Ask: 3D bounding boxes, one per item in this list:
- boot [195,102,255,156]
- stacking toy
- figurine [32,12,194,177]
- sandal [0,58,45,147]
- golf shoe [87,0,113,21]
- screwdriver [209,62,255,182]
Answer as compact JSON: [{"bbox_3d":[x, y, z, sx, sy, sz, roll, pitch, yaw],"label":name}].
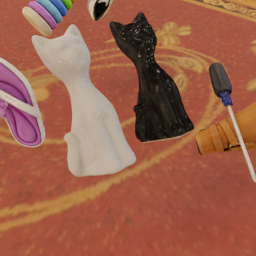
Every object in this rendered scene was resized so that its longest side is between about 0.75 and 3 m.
[{"bbox_3d":[2.184,-0.051,5.382,1.797,2.323,0.856,-13,59,8],"label":"boot"},{"bbox_3d":[-1.990,-3.961,8.445,1.031,1.031,2.415,38,84,31],"label":"stacking toy"},{"bbox_3d":[-0.215,-0.744,5.188,2.636,2.572,1.135,-25,10,-35],"label":"figurine"},{"bbox_3d":[-2.453,-0.415,6.001,1.021,2.510,0.617,-13,42,8],"label":"sandal"},{"bbox_3d":[-0.630,-4.601,9.342,0.894,2.282,1.109,14,44,-22],"label":"golf shoe"},{"bbox_3d":[1.949,-0.265,5.176,0.370,0.386,2.652,3,50,-11],"label":"screwdriver"}]
